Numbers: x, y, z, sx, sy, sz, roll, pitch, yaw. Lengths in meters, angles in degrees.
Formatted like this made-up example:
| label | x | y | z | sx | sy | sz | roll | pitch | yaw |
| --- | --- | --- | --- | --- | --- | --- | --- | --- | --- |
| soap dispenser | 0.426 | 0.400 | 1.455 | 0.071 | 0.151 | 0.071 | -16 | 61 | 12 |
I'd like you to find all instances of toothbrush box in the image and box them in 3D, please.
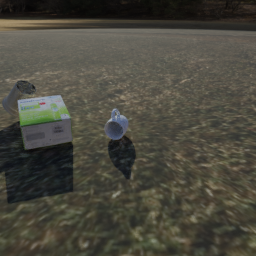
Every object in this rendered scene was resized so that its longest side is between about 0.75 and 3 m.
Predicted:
| label | x | y | z | sx | sy | sz | roll | pitch | yaw |
| --- | --- | --- | --- | --- | --- | --- | --- | --- | --- |
| toothbrush box | -2.491 | -0.239 | 8.331 | 1.345 | 0.795 | 1.848 | -9 | 29 | -18 |

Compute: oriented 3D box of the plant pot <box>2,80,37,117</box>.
| label | x | y | z | sx | sy | sz | roll | pitch | yaw |
| --- | --- | --- | --- | --- | --- | --- | --- | --- | --- |
| plant pot | -3.645 | -1.074 | 9.636 | 1.062 | 0.972 | 1.062 | 24 | 38 | -20 |

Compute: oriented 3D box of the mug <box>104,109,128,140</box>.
| label | x | y | z | sx | sy | sz | roll | pitch | yaw |
| --- | --- | --- | --- | --- | --- | --- | --- | --- | --- |
| mug | -0.315 | -0.167 | 8.305 | 0.604 | 0.818 | 0.717 | -5 | 22 | 22 |
